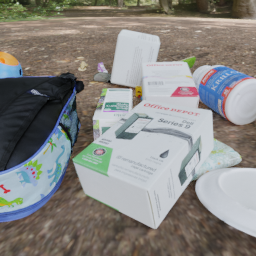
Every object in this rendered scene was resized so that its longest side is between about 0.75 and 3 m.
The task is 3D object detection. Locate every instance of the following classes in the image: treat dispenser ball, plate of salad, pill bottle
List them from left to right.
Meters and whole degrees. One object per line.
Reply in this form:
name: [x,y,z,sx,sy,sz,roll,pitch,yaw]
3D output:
treat dispenser ball: [-5.243,-2.293,11.563,1.675,1.675,1.675,0,26,0]
pill bottle: [3.299,-1.303,9.681,1.518,1.518,2.704,-8,27,-16]
plate of salad: [2.589,1.423,5.196,2.650,0.637,2.650,3,16,-1]

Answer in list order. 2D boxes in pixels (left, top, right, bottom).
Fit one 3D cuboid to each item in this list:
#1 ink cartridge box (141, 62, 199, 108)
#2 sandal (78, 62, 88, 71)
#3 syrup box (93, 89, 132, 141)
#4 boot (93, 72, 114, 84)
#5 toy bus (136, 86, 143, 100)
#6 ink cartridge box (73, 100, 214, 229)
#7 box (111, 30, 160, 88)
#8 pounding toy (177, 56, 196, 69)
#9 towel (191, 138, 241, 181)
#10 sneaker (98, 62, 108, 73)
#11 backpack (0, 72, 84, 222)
ink cartridge box: [1.378,-1.371,9.914,1.772,1.028,2.401,0,37,1]
sandal: [-2.450,-3.444,15.281,0.442,0.396,1.205,2,26,4]
syrup box: [-0.371,-0.324,8.291,0.977,1.010,2.481,0,25,2]
boot: [-0.957,-2.271,12.899,1.236,0.419,0.808,-4,27,-10]
toy bus: [0.691,-1.484,11.260,0.870,0.450,0.821,-24,35,-39]
ink cartridge box: [0.433,0.519,5.872,1.845,1.062,2.528,14,41,35]
box: [0.328,-3.046,12.330,1.759,2.043,2.053,11,26,-2]
pounding toy: [2.536,-2.752,13.653,1.487,0.894,1.926,-21,5,-23]
towel: [1.589,0.558,7.125,1.633,0.459,1.907,-15,30,-27]
sneaker: [-1.335,-3.121,14.515,0.323,0.508,0.890,-15,31,-31]
backpack: [-2.347,0.391,5.484,2.629,2.111,2.873,3,37,5]
